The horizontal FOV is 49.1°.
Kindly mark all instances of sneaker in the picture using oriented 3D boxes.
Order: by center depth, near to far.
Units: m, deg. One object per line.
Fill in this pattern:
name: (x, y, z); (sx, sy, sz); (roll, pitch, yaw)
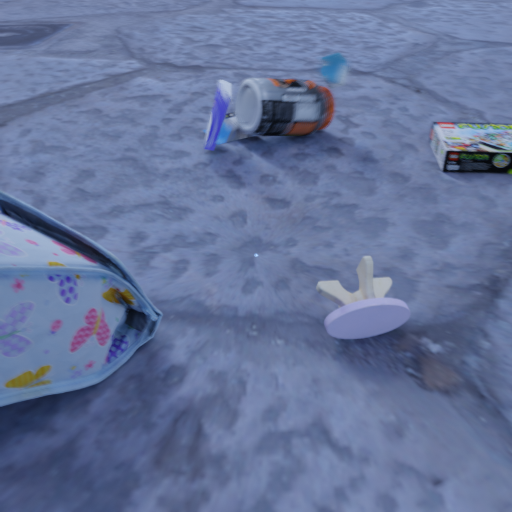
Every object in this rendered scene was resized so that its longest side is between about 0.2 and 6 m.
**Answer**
sneaker: (1.674, -3.826, 11.808); (0.566, 0.598, 1.481); (-11, 30, 14)

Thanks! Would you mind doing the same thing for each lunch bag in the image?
lunch bag: (-2.874, 0.345, 6.462); (2.488, 1.865, 2.934); (24, 8, 29)

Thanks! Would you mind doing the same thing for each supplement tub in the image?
supplement tub: (0.651, -3.266, 12.353); (1.999, 1.224, 1.224); (-8, 34, -30)

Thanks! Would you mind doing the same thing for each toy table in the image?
toy table: (1.343, 0.584, 7.189); (1.140, 1.048, 0.668); (6, 46, -26)

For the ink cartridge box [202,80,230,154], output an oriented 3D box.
ink cartridge box: (-0.812, -2.857, 11.589); (0.271, 1.236, 1.248); (15, 32, -9)

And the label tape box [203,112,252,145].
label tape box: (-0.597, -2.928, 12.738); (1.009, 0.319, 0.728); (-20, 47, -27)

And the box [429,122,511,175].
box: (5.210, -2.243, 11.657); (2.878, 0.500, 1.584); (2, 35, 4)
